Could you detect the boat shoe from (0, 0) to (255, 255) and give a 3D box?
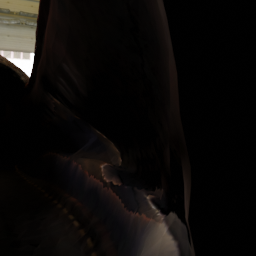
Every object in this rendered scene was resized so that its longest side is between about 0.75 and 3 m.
[{"bbox_3d":[-0.583,-0.002,0.885,0.773,0.773,2.197,-5,4,-34],"label":"boat shoe"}]
